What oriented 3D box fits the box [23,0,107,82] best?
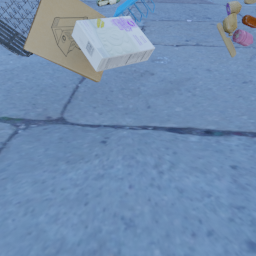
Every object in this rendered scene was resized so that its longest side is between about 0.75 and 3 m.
[{"bbox_3d":[-1.517,-2.611,7.972,2.347,1.919,0.250,21,-5,-34],"label":"box"}]

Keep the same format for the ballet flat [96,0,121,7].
[{"bbox_3d":[-0.811,-5.246,11.638,1.081,0.401,0.401,-4,32,18],"label":"ballet flat"}]

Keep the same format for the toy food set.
[{"bbox_3d":[3.270,-3.052,7.680,2.274,1.446,0.358,-44,27,-11],"label":"toy food set"}]

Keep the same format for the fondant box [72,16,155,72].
[{"bbox_3d":[-0.339,-2.125,6.911,1.687,0.491,1.217,-22,70,-37],"label":"fondant box"}]

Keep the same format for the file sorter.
[{"bbox_3d":[0.193,-3.403,8.121,1.023,0.628,0.710,-26,33,31],"label":"file sorter"}]

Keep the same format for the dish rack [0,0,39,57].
[{"bbox_3d":[-3.129,-3.439,8.646,1.783,0.634,2.325,35,81,4],"label":"dish rack"}]
